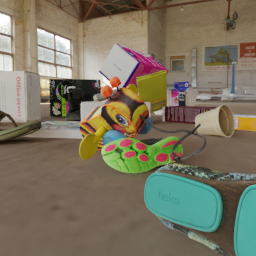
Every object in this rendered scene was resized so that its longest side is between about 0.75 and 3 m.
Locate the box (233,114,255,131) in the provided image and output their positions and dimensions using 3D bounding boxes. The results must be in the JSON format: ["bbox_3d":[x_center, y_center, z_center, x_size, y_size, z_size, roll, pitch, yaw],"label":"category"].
[{"bbox_3d":[3.913,-0.191,9.209,2.370,0.491,1.411,7,9,35],"label":"box"}]

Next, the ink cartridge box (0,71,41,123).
[{"bbox_3d":[-5.315,-1.331,11.977,2.896,2.104,1.267,1,6,13],"label":"ink cartridge box"}]

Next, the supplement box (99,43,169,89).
[{"bbox_3d":[0.360,-2.557,12.636,1.472,1.503,2.909,44,23,22],"label":"supplement box"}]

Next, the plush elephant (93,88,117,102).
[{"bbox_3d":[-0.314,-1.064,13.268,2.040,1.680,1.580,-30,44,7],"label":"plush elephant"}]

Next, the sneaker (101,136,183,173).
[{"bbox_3d":[0.199,0.402,4.128,1.335,0.512,0.559,1,-12,-32],"label":"sneaker"}]

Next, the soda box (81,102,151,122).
[{"bbox_3d":[-0.478,-0.559,10.577,2.569,0.875,0.818,-1,6,-9],"label":"soda box"}]

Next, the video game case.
[{"bbox_3d":[-1.602,0.017,8.092,2.419,0.266,2.205,1,6,10],"label":"video game case"}]

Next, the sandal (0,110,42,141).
[{"bbox_3d":[-3.478,-0.092,6.587,2.841,0.811,1.128,1,6,8],"label":"sandal"}]

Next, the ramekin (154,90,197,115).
[{"bbox_3d":[2.743,-1.531,16.812,2.765,1.451,2.765,0,6,0],"label":"ramekin"}]

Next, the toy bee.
[{"bbox_3d":[-0.092,-0.240,4.537,2.386,1.297,1.562,-19,31,32],"label":"toy bee"}]

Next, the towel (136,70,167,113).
[{"bbox_3d":[0.984,-1.339,11.061,1.150,0.241,2.673,-18,-26,-1],"label":"towel"}]

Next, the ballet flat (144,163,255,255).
[{"bbox_3d":[0.799,0.567,1.743,0.655,0.655,1.763,-3,9,-28],"label":"ballet flat"}]

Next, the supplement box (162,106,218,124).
[{"bbox_3d":[2.658,-0.557,11.484,2.204,0.671,1.200,5,8,36],"label":"supplement box"}]

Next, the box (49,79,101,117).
[{"bbox_3d":[-2.929,-1.669,15.452,2.706,2.010,1.682,-2,7,-15],"label":"box"}]

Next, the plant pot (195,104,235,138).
[{"bbox_3d":[2.287,-0.141,7.520,0.871,0.871,0.797,-6,-3,-43],"label":"plant pot"}]

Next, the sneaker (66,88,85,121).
[{"bbox_3d":[-2.450,-1.161,13.105,0.876,1.522,2.918,-1,6,-9],"label":"sneaker"}]

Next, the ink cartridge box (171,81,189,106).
[{"bbox_3d":[2.444,-1.276,13.122,0.327,1.762,0.834,-6,8,-44],"label":"ink cartridge box"}]
